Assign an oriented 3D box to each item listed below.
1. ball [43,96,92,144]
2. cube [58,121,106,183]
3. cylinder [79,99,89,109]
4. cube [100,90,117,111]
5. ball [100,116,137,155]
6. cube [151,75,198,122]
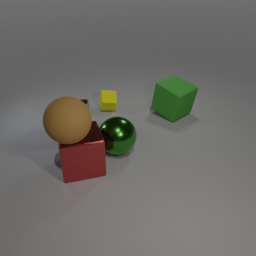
[{"bbox_3d":[-1.769,-0.226,8.204,1.400,1.400,1.400,0,29,0],"label":"ball"},{"bbox_3d":[-1.569,0.755,9.333,1.400,1.400,1.400,-8,31,-14],"label":"cube"},{"bbox_3d":[-2.297,-0.455,11.467,1.400,1.400,1.400,-3,30,-5],"label":"cylinder"},{"bbox_3d":[-0.943,-1.309,13.331,0.700,0.700,0.700,1,63,-13],"label":"cube"},{"bbox_3d":[-0.387,0.277,10.128,1.400,1.400,1.400,0,29,0],"label":"ball"},{"bbox_3d":[2.104,-1.370,12.796,1.400,1.400,1.400,-28,52,-36],"label":"cube"}]
